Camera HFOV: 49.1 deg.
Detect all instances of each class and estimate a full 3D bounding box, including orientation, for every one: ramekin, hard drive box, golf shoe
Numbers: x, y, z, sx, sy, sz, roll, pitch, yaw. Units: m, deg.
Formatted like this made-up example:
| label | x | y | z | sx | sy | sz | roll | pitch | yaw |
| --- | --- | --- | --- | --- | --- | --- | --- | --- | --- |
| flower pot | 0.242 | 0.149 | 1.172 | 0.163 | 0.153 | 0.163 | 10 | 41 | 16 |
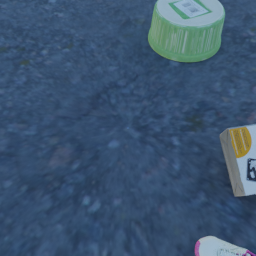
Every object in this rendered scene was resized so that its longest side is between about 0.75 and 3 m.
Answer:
| label | x | y | z | sx | sy | sz | roll | pitch | yaw |
| --- | --- | --- | --- | --- | --- | --- | --- | --- | --- |
| ramekin | 1.917 | -3.403 | 9.155 | 2.462 | 1.203 | 2.462 | 0 | 52 | 0 |
| hard drive box | 3.075 | 0.598 | 5.946 | 1.820 | 0.699 | 1.419 | -10 | 75 | -1 |
| golf shoe | 1.738 | 2.166 | 4.800 | 1.294 | 0.592 | 0.487 | 21 | 67 | -25 |
